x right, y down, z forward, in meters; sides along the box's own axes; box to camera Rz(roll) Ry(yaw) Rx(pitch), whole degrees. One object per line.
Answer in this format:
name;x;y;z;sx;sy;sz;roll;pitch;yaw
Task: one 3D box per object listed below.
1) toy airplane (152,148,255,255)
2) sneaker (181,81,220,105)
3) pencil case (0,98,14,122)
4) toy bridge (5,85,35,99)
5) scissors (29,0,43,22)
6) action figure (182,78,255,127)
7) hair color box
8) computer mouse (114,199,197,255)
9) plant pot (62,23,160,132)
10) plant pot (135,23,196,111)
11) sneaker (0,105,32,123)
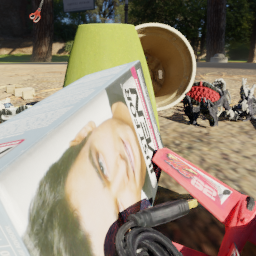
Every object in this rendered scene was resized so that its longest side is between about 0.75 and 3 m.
toy airplane;1.009;0.976;2.524;2.254;0.415;2.254;24;16;-7
sneaker;2.699;-1.392;10.702;1.084;0.900;2.269;-12;20;-40
pencil case;-3.770;-0.401;7.666;0.540;0.621;1.389;2;16;21
toy bridge;-4.638;-1.614;12.472;0.854;0.346;2.541;-11;19;-38
scissors;-3.081;-4.093;9.769;0.345;0.943;0.066;25;35;-43
action figure;2.904;-0.768;7.811;2.565;1.309;1.524;-10;8;-27
hair color box;-0.354;0.358;2.642;0.852;1.392;2.812;-11;19;20
computer mouse;1.096;1.028;1.990;2.513;0.578;1.764;-6;23;-41
plant pot;-0.416;-0.883;5.980;2.304;2.462;2.304;0;15;0
plant pot;0.745;-2.064;10.423;2.858;2.858;2.616;-1;4;-4
sneaker;-2.683;-0.358;7.542;1.601;0.626;0.723;8;15;27
